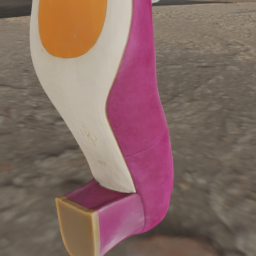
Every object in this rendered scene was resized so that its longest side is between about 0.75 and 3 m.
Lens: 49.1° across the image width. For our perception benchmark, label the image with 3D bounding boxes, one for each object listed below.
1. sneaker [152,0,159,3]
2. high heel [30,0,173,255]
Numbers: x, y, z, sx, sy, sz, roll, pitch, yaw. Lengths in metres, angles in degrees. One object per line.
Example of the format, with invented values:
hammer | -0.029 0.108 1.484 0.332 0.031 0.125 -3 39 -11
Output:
sneaker | 0.360 -4.344 9.415 1.441 0.718 0.540 0 73 -1
high heel | 0.048 -0.310 2.497 0.995 2.954 1.417 9 19 37
